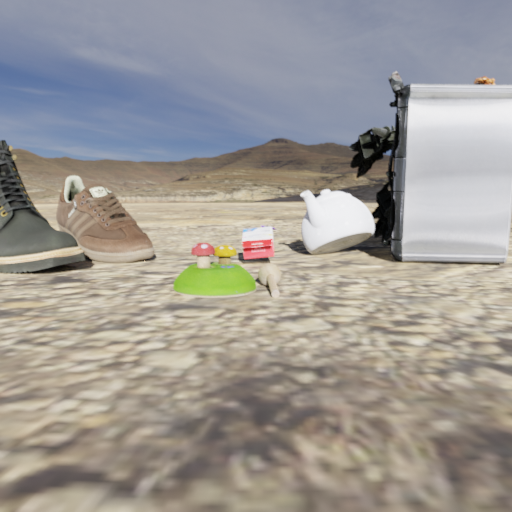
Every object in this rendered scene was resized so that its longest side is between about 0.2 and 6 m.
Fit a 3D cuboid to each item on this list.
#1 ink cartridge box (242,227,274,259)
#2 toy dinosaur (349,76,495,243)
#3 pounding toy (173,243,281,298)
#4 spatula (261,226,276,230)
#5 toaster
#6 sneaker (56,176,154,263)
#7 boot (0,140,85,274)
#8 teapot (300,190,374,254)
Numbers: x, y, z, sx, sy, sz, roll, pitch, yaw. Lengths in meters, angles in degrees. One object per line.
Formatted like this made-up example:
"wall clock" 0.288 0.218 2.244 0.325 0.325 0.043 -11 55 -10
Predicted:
"ink cartridge box" 0.037 -0.205 9.885 0.543 0.314 0.934 -6 22 3
"toy dinosaur" 4.640 -2.361 14.351 3.801 5.601 2.861 -9 42 -6
"pounding toy" -0.387 0.137 7.415 1.427 0.662 1.101 0 7 2
"spatula" 0.188 -0.773 16.887 0.466 0.169 1.649 10 13 21
"toaster" 3.653 -1.587 10.796 2.130 3.245 3.589 2 7 17
"sneaker" -3.128 -0.758 11.020 1.118 1.199 3.174 -15 26 -41
"boot" -4.257 -0.989 9.680 3.401 2.352 1.317 6 9 37
"teapot" 1.557 -0.767 11.176 1.548 1.146 1.569 -13 -13 -12
